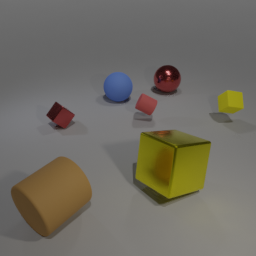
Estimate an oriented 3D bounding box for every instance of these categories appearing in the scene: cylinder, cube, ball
[{"bbox_3d":[-1.848,1.632,6.865,1.400,1.400,1.400,22,41,34],"label":"cylinder"},{"bbox_3d":[4.133,-1.040,11.303,0.700,0.700,0.700,6,-17,-16],"label":"cube"},{"bbox_3d":[-0.474,-1.974,13.436,1.400,1.400,1.400,0,29,0],"label":"ball"},{"bbox_3d":[1.223,0.909,7.760,1.400,1.400,1.400,-4,16,-37],"label":"cube"},{"bbox_3d":[-2.706,-0.515,11.238,0.700,0.700,0.700,33,87,46],"label":"cube"},{"bbox_3d":[2.009,-2.512,14.342,1.400,1.400,1.400,0,29,0],"label":"ball"},{"bbox_3d":[0.750,-0.971,11.538,0.700,0.700,0.700,25,28,-8],"label":"cylinder"}]
